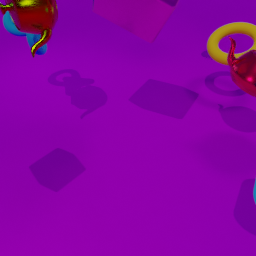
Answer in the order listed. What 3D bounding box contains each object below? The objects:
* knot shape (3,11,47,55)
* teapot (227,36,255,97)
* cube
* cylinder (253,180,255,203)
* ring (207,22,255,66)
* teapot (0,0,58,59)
[{"bbox_3d":[-2.315,-2.668,6.608,0.750,1.519,1.623,-30,81,-38],"label":"knot shape"},{"bbox_3d":[2.633,-1.196,5.700,1.741,0.853,1.083,33,35,3],"label":"teapot"},{"bbox_3d":[0.277,-2.561,4.844,1.322,1.322,1.322,27,79,-6],"label":"cube"},{"bbox_3d":[2.154,0.666,3.607,0.902,0.902,0.902,19,33,22],"label":"cylinder"},{"bbox_3d":[2.814,-2.211,7.320,1.451,0.290,1.451,-9,57,14],"label":"ring"},{"bbox_3d":[-1.885,-2.260,5.237,0.947,1.935,1.203,-24,5,-23],"label":"teapot"}]
